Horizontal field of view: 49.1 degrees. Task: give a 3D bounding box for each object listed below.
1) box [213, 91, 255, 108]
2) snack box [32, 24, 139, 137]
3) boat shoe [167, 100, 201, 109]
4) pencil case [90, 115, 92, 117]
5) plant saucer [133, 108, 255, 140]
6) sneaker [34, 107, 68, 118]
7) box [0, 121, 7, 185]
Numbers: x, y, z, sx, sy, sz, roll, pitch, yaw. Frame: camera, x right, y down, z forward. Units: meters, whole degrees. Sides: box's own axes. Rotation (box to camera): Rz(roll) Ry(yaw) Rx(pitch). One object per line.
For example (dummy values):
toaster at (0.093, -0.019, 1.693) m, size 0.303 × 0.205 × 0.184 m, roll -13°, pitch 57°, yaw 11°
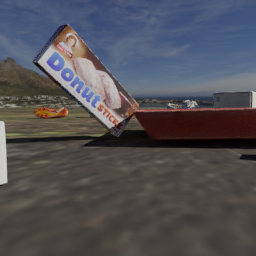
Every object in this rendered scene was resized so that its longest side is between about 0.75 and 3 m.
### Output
box at (4.144, -0.756, 10.310) m, size 1.330 × 1.089 × 2.801 m, roll 4°, pitch 6°, yaw 35°
snack box at (-0.632, -0.743, 5.084) m, size 0.271 × 0.803 × 2.232 m, roll 22°, pitch -17°, yaw 46°
boat shoe at (2.157, -0.587, 9.995) m, size 0.817 × 0.805 × 2.305 m, roll -3°, pitch 7°, yaw -27°
pencil case at (-1.201, -0.811, 13.845) m, size 1.433 × 0.596 × 0.650 m, roll 0°, pitch 28°, yaw -9°
plant saucer at (1.690, -0.147, 5.806) m, size 2.971 × 0.546 × 2.976 m, roll -1°, pitch 5°, yaw 6°
sneaker at (-3.605, -0.639, 13.142) m, size 1.527 × 0.557 × 0.589 m, roll 2°, pitch -18°, yaw -17°
box at (-1.645, 0.245, 2.121) m, size 0.716 × 0.561 × 1.151 m, roll 3°, pitch 6°, yaw 31°
